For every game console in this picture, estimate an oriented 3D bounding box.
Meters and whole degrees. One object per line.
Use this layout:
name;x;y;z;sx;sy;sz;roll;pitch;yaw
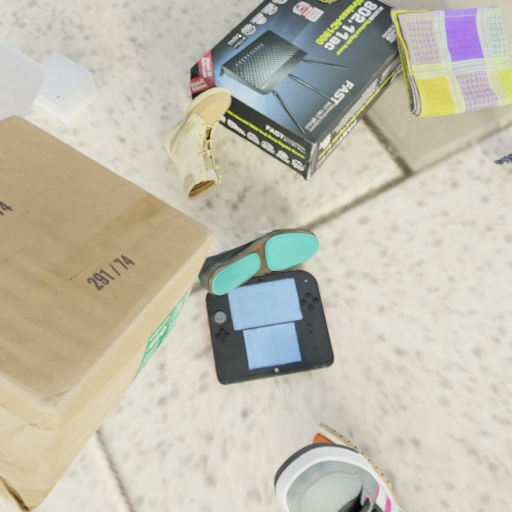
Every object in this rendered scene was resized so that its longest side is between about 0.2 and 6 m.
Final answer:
game console;0.170;0.999;8.102;1.693;0.263;1.497;-9;65;-4

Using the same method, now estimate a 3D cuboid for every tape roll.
tape roll;-3.567;-2.306;7.747;0.830;1.210;1.210;28;61;-32

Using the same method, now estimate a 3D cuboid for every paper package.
paper package;-2.127;0.277;5.007;2.627;1.426;2.756;31;35;1

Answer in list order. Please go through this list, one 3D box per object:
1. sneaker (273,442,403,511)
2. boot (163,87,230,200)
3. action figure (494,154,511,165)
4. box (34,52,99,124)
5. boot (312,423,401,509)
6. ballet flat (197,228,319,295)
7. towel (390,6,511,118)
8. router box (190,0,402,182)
sneaker;0.984;2.400;4.395;0.867;2.073;1.251;-43;34;-1
boot;-0.794;-1.739;8.803;0.573;1.573;1.223;4;57;-47
action figure;4.422;-1.496;9.258;0.848;0.443;0.820;-14;56;21
box;-3.386;-2.916;9.737;0.857;0.563;0.862;33;69;14
boot;1.199;3.166;6.832;1.177;0.824;2.195;-34;70;-9
ballet flat;-0.012;-0.044;8.273;1.983;0.674;0.678;-19;33;-28
towel;3.411;-3.321;9.445;2.547;0.290;1.829;-11;89;-24
router box;0.863;-3.251;9.628;2.505;1.039;3.343;34;70;15
